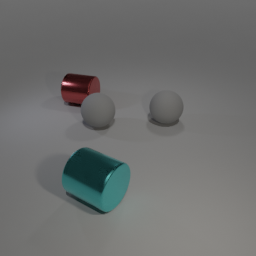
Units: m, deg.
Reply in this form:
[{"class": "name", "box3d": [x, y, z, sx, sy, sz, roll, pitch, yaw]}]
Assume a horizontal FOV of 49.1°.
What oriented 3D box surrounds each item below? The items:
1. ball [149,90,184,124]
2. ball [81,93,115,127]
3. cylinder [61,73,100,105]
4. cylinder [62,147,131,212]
[{"class": "ball", "box3d": [1.589, -0.870, 11.601, 1.400, 1.400, 1.400, 0, 31, 0]}, {"class": "ball", "box3d": [-1.207, -0.724, 11.349, 1.400, 1.400, 1.400, 0, 31, 0]}, {"class": "cylinder", "box3d": [-2.196, -1.801, 13.144, 1.400, 1.400, 1.400, 9, 32, 15]}, {"class": "cylinder", "box3d": [-0.869, 1.406, 7.835, 1.400, 1.400, 1.400, 19, 36, 28]}]
